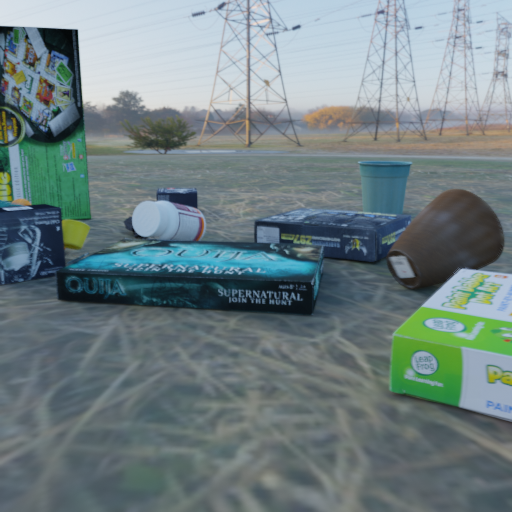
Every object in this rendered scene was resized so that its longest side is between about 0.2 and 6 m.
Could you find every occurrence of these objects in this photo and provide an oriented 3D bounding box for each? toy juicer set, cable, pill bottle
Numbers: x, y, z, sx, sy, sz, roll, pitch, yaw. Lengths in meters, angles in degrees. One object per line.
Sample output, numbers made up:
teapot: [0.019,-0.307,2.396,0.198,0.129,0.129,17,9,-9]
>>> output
toy juicer set: [-4.071,-0.612,9.427,2.232,0.607,1.420,20,-20,-34]
cable: [-1.974,-0.585,11.815,1.343,0.418,1.646,-2,10,-33]
pill bottle: [-1.501,-0.568,9.716,0.714,0.714,1.304,7,0,28]

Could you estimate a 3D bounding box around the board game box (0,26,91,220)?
board game box: [-5.207,-3.006,13.165,2.321,4.429,0.520,-4,14,-18]

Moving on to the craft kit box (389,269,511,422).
craft kit box: [2.922,0.806,5.116,2.661,0.654,2.695,5,13,31]

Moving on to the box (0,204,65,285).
box: [-3.518,-0.198,8.416,1.069,1.051,0.663,-11,17,-40]

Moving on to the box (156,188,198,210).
box: [-2.101,-1.451,14.923,1.069,0.611,1.174,-1,13,-8]

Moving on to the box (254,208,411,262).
box: [1.453,-0.448,10.499,2.414,0.616,1.903,7,16,31]

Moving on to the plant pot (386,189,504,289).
plant pot: [2.539,-0.117,7.936,1.331,1.244,1.244,-29,24,-21]

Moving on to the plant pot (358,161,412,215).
plant pot: [3.348,-1.771,14.673,1.383,1.354,1.383,-1,12,0]

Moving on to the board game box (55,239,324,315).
board game box: [-0.755,0.201,7.987,3.335,0.470,2.256,2,13,9]
